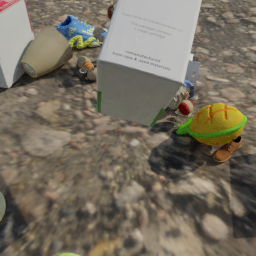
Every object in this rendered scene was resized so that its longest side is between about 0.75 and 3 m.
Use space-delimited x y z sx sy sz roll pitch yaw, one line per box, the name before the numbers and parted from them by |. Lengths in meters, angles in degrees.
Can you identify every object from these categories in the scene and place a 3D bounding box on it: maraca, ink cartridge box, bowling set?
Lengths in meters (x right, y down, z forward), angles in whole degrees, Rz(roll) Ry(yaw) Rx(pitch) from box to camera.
maraca | 1.975 -0.087 6.798 1.225 0.956 1.787 -28 17 -31
ink cartridge box | 0.368 -1.557 4.363 1.087 1.884 2.579 15 73 -2
ink cartridge box | 1.607 -2.001 9.080 1.424 0.826 0.483 15 44 14
bowling set | -0.326 -2.822 9.217 2.907 2.023 1.560 -24 49 -19
ink cartridge box | -4.910 -2.874 9.024 2.985 2.169 2.159 8 43 9

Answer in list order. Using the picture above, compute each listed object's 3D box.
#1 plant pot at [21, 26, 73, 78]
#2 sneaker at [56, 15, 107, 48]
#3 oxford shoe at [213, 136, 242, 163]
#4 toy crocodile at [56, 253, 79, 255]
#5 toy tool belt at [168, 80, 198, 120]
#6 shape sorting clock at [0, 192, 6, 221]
plant pot | -2.815 -2.392 9.314 1.342 1.342 1.433 25 61 25
sneaker | -1.709 -3.725 10.715 2.291 1.204 0.868 -24 47 -24
oxford shoe | 2.377 0.474 6.690 0.986 0.351 0.352 -33 53 -29
toy crocodile | -0.439 2.384 4.194 2.678 0.827 0.904 2 42 2
toy tool belt | 1.442 -1.047 7.888 1.009 1.025 1.642 -32 48 -21
shape sorting clock | -3.078 1.559 5.368 1.346 0.264 1.346 11 38 -9
